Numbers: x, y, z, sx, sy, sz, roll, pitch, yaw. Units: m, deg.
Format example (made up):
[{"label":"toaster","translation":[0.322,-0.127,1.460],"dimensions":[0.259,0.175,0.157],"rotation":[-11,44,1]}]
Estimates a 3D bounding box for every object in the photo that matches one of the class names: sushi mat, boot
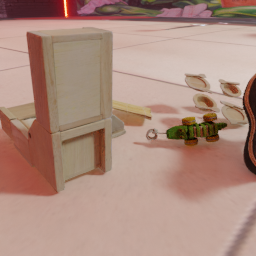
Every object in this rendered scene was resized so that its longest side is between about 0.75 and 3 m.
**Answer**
[{"label":"sushi mat","translation":[-0.493,-0.668,7.571],"dimensions":[2.347,0.142,1.123],"rotation":[14,16,1]},{"label":"boot","translation":[2.903,-0.484,5.068],"dimensions":[0.940,1.679,2.427],"rotation":[13,59,-1]}]

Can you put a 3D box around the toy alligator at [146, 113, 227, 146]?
[{"label":"toy alligator","translation":[1.324,0.095,6.105],"dimensions":[1.841,0.610,0.442],"rotation":[-11,10,-2]}]

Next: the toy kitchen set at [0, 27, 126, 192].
[{"label":"toy kitchen set","translation":[-1.127,-0.811,5.757],"dimensions":[2.352,2.601,2.883],"rotation":[-19,33,-35]}]

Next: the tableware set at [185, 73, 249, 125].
[{"label":"tableware set","translation":[2.378,-0.844,7.490],"dimensions":[1.645,0.228,1.969],"rotation":[12,44,-9]}]
